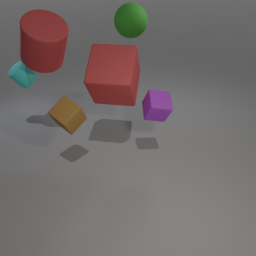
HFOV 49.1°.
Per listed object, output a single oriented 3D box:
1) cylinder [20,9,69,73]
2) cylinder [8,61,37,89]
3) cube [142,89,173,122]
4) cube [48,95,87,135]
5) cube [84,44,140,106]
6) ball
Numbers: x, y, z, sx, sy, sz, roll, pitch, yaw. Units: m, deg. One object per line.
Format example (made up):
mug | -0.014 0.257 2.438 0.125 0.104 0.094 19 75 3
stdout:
cylinder | -2.671 -2.713 8.858 1.400 1.400 1.400 10 56 -15
cylinder | -3.765 -1.892 9.998 0.700 0.700 0.700 -21 47 24
cube | 0.891 -0.686 8.639 0.700 0.700 0.700 5 58 -16
cube | -1.734 -0.365 8.088 0.700 0.700 0.700 35 74 21
cube | -0.435 -1.640 8.825 1.400 1.400 1.400 5 69 9
ball | 0.116 -4.488 11.732 1.400 1.400 1.400 0 29 0
